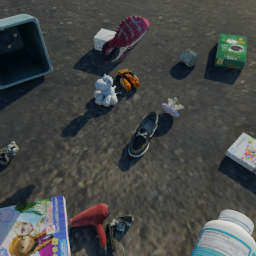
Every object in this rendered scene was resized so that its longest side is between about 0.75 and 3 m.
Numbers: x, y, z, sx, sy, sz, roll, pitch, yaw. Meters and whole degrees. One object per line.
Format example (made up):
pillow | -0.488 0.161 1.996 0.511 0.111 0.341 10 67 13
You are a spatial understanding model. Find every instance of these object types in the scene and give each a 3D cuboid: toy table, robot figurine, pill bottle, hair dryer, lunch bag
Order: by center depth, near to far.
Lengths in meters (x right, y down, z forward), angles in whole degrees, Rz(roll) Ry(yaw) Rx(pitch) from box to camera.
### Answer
pill bottle | 2.466 3.586 7.464 1.522 1.522 2.747 26 55 20
hair dryer | -0.869 3.042 8.574 1.940 0.527 1.478 14 53 13
toy table | 1.896 -0.886 11.763 0.850 0.782 0.498 39 77 16
robot figurine | -0.020 -2.311 13.112 0.977 0.392 1.347 -19 53 -17
lunch bag | 3.021 -3.470 13.984 0.703 0.584 0.838 -33 58 -12

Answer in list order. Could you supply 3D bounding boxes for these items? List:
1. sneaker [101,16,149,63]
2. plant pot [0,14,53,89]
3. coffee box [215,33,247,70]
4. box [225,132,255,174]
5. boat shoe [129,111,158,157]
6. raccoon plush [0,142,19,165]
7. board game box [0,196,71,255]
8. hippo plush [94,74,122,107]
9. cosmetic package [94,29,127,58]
sneaker | -0.054 -3.121 9.932 0.864 2.313 0.932 -11 81 -41
plant pot | -5.487 -3.857 13.123 2.614 2.621 2.670 -24 42 -19
coffee box | 5.299 -3.972 14.411 1.448 0.518 2.354 12 51 10
box | 4.657 1.006 10.401 1.580 0.325 1.232 36 59 27
boat shoe | 0.629 0.199 10.864 0.771 0.629 2.086 23 54 18
raccoon plush | -4.677 0.855 10.412 1.194 0.578 0.800 9 43 8
board game box | -2.887 3.273 8.428 2.127 0.439 2.132 -11 51 -9
hippo plush | -0.861 -1.653 12.115 1.341 1.078 1.068 -26 55 -20
cosmetic package | -0.745 -4.447 14.631 1.850 0.785 0.996 20 54 17
